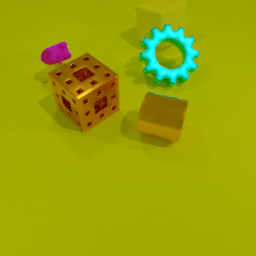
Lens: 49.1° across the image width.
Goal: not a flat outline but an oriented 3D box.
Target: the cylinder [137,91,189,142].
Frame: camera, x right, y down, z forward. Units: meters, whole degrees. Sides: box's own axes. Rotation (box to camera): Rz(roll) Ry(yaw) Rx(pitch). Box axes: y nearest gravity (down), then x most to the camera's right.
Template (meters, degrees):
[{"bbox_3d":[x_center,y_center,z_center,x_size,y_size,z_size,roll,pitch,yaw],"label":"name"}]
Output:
[{"bbox_3d":[0.888,-0.288,7.121,1.084,1.084,1.084,14,53,10],"label":"cylinder"}]

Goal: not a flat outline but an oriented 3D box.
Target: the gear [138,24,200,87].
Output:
[{"bbox_3d":[1.240,-2.198,8.526,1.826,0.338,1.826,1,85,-9],"label":"gear"}]

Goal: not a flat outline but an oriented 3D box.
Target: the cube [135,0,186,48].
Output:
[{"bbox_3d":[1.126,-3.648,9.593,1.206,1.206,1.206,-34,48,-25],"label":"cube"}]

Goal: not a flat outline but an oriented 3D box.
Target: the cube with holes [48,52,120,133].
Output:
[{"bbox_3d":[-1.134,-0.960,7.555,1.284,1.284,1.284,-36,60,-25],"label":"cube with holes"}]

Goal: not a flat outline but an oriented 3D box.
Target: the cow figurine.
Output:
[{"bbox_3d":[-2.198,-2.214,8.473,1.152,0.643,1.171,-2,25,48],"label":"cow figurine"}]
